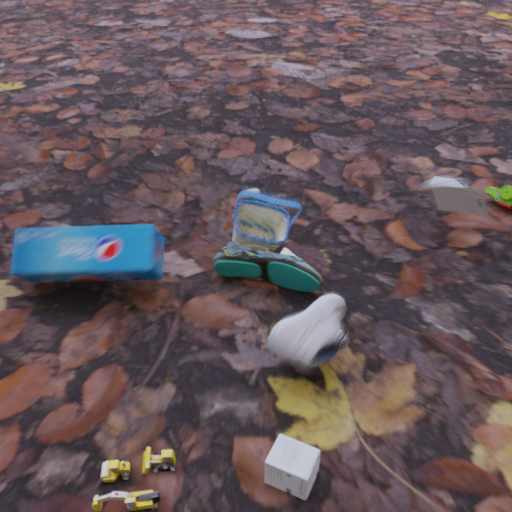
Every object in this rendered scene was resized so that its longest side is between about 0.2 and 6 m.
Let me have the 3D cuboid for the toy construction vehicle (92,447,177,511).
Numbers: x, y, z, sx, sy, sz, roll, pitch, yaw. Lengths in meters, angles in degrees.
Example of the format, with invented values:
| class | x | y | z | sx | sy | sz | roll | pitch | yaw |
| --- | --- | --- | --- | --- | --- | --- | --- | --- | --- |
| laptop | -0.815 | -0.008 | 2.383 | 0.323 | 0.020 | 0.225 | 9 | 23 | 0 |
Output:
| class | x | y | z | sx | sy | sz | roll | pitch | yaw |
| --- | --- | --- | --- | --- | --- | --- | --- | --- | --- |
| toy construction vehicle | -1.607 | 2.968 | 7.487 | 1.028 | 0.362 | 0.895 | -1 | 38 | -2 |

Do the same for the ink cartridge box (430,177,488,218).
| class | x | y | z | sx | sy | sz | roll | pitch | yaw |
| --- | --- | --- | --- | --- | --- | --- | --- | --- | --- |
| ink cartridge box | 4.318 | -1.248 | 11.810 | 1.102 | 0.887 | 0.276 | 13 | 63 | 37 |

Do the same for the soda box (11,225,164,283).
| class | x | y | z | sx | sy | sz | roll | pitch | yaw |
| --- | --- | --- | --- | --- | --- | --- | --- | --- | --- |
| soda box | -3.112 | -0.021 | 10.487 | 2.619 | 0.840 | 0.888 | -2 | 75 | 5 |

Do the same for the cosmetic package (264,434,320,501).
| class | x | y | z | sx | sy | sz | roll | pitch | yaw |
| --- | --- | --- | --- | --- | --- | --- | --- | --- | --- |
| cosmetic package | 0.490 | 2.836 | 7.537 | 0.615 | 0.507 | 0.507 | 16 | 41 | 21 |

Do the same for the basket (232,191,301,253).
| class | x | y | z | sx | sy | sz | roll | pitch | yaw |
| --- | --- | --- | --- | --- | --- | --- | --- | --- | --- |
| basket | 0.099 | -0.707 | 11.158 | 1.249 | 1.416 | 0.985 | 15 | 58 | -12 |

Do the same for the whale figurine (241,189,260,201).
| class | x | y | z | sx | sy | sz | roll | pitch | yaw |
| --- | --- | --- | --- | --- | --- | --- | --- | --- | --- |
| whale figurine | -0.136 | -1.418 | 13.269 | 0.474 | 0.309 | 0.596 | -25 | 20 | -22 |

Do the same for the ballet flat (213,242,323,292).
| class | x | y | z | sx | sy | sz | roll | pitch | yaw |
| --- | --- | --- | --- | --- | --- | --- | --- | --- | --- |
| ballet flat | 0.269 | 0.119 | 10.800 | 2.185 | 0.811 | 0.811 | 12 | 39 | 12 |

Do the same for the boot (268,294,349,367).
| class | x | y | z | sx | sy | sz | roll | pitch | yaw |
| --- | --- | --- | --- | --- | --- | --- | --- | --- | --- |
| boot | 1.142 | 1.265 | 9.193 | 0.935 | 0.719 | 1.956 | 25 | 32 | 34 |

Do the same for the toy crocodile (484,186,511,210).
| class | x | y | z | sx | sy | sz | roll | pitch | yaw |
| --- | --- | --- | --- | --- | --- | --- | --- | --- | --- |
| toy crocodile | 6.044 | -1.183 | 12.767 | 1.707 | 0.527 | 0.576 | 27 | 5 | 32 |
